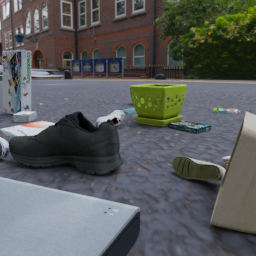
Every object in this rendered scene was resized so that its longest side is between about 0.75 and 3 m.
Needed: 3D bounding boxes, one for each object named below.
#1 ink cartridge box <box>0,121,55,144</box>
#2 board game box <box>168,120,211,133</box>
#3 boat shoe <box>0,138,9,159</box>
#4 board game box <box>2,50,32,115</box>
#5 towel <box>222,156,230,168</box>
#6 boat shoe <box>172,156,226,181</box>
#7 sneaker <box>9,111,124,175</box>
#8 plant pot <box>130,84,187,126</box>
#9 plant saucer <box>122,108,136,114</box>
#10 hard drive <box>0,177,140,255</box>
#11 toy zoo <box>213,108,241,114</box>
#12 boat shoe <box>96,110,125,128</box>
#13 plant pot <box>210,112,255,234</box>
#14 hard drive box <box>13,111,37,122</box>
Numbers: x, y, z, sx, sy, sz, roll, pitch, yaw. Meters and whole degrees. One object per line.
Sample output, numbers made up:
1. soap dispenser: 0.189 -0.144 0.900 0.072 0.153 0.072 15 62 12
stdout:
1. ink cartridge box: -2.629 0.203 8.432 1.920 0.481 1.558 6 14 36
2. board game box: 2.228 -0.055 10.230 0.878 0.183 1.299 -11 17 -41
3. boat shoe: -3.749 0.400 7.091 1.801 0.665 0.615 21 9 36
4. board game box: -5.164 -2.065 12.960 1.847 2.926 0.506 11 11 40
5. towel: 3.353 0.626 5.931 1.850 0.312 1.937 -9 1 -30
6. boat shoe: 1.436 0.862 5.683 0.409 0.447 1.195 16 -3 -40
7. sneaker: -1.445 0.245 6.393 2.804 1.272 1.065 2 15 14
8. plant pot: 1.202 -0.942 11.101 1.696 1.539 1.688 10 17 39
9. plant saucer: 0.203 -0.889 14.117 0.546 0.148 1.563 7 15 31
10. hard drive: -1.584 1.300 3.403 2.943 0.484 2.053 5 14 23
11. toy zoo: 4.940 -0.859 13.981 1.269 0.130 0.833 5 13 23
12. boat shoe: -0.510 -0.267 10.389 0.536 0.545 1.537 20 24 30
13. plant pot: 2.151 0.721 4.131 1.307 1.476 1.474 18 18 20
14. hard drive box: -4.315 -0.479 11.806 0.666 0.328 0.855 0 13 4
